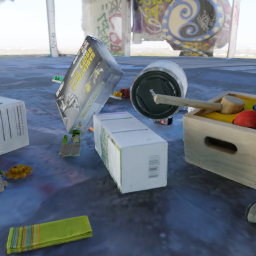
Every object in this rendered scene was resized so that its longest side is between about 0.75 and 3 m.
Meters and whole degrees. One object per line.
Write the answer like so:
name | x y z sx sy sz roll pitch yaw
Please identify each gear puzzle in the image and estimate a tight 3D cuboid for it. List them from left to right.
gear puzzle | -3.579 1.223 6.597 2.597 0.340 1.345 -10 21 -27

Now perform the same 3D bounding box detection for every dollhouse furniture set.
dollhouse furniture set | -1.754 0.594 8.758 0.607 0.469 1.214 6 37 -4

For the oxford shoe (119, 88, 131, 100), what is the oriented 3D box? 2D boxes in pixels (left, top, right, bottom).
oxford shoe | 0.183 -1.959 15.755 0.670 0.631 1.791 -5 19 -31

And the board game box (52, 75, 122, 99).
board game box | -2.237 -2.260 15.492 2.895 0.375 2.895 11 7 -44

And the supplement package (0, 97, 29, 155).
supplement package | -4.570 0.063 8.232 1.555 1.497 2.734 12 21 32

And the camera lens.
camera lens | 1.067 -1.301 9.236 1.679 1.679 2.099 5 22 14

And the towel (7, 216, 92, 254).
towel | -1.393 1.861 5.034 1.420 0.128 0.611 -6 20 -17

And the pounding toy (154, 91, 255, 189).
pounding toy | 2.658 -0.106 7.435 2.623 2.026 2.849 -28 31 -35

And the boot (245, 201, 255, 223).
boot | 3.406 1.548 5.138 2.185 0.740 1.427 -5 13 -19

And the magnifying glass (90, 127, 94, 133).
magnifying glass | -1.207 0.113 10.350 0.329 0.092 0.825 -11 21 -30

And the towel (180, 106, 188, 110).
towel | 3.024 -1.046 13.655 1.801 0.214 1.323 11 19 26

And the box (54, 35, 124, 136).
box | -1.462 -1.435 9.589 0.663 2.745 2.174 13 34 -39

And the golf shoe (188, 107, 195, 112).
golf shoe | 2.700 -0.500 11.009 1.087 0.895 2.376 -6 18 -7

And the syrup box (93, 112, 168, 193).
syrup box | -0.074 0.474 7.550 1.186 1.146 2.912 -6 19 -17

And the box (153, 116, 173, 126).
box | 1.415 -0.558 11.283 0.703 0.772 0.402 14 24 37
